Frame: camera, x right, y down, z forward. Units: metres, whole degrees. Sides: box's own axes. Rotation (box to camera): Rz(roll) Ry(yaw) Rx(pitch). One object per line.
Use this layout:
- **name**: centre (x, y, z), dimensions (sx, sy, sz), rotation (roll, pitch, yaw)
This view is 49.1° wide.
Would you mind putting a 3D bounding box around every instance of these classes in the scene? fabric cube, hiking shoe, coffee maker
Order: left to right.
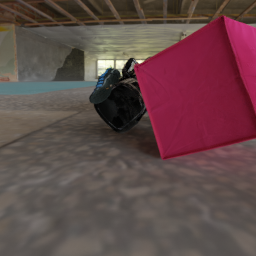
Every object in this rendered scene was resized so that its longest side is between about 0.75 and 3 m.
- **hiking shoe**: centre (-0.524, -0.902, 5.974), dimensions (0.333, 0.895, 0.388), rotation (41, 0, -44)
- **coffee maker**: centre (0.110, -0.768, 7.763), dimensions (1.367, 1.949, 2.030), rotation (31, 41, 12)
- **fabric cube**: centre (1.630, -0.680, 5.337), dimensions (1.927, 1.964, 1.958), rotation (-19, -5, 43)
